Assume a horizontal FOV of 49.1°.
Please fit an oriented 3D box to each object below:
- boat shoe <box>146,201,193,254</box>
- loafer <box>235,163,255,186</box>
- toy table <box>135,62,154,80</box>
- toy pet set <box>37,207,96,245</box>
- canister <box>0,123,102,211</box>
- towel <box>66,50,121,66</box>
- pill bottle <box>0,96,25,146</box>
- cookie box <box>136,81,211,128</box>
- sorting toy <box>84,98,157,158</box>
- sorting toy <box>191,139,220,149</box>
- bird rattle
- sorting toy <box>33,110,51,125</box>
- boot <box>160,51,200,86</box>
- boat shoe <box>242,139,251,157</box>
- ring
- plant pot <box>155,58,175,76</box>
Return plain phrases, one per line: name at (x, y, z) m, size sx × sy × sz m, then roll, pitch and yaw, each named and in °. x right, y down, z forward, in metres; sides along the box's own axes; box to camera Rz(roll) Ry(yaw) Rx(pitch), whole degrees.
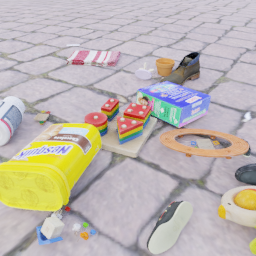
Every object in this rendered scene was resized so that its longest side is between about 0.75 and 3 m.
boat shoe at (0.922, 2.283, 6.503) m, size 1.492 × 0.546 × 0.467 m, roll -41°, pitch 13°, yaw -32°
loafer at (3.904, 1.362, 7.698) m, size 1.832 × 0.622 × 0.643 m, roll 3°, pitch 25°, yaw -1°
toy table at (0.834, -2.787, 13.915) m, size 0.864 × 0.794 × 0.506 m, roll 18°, pitch 53°, yaw 15°
toy pet set at (-1.498, 2.396, 6.441) m, size 1.072 × 0.569 × 1.000 m, roll 30°, pitch 9°, yaw 33°
canister at (-2.049, 0.892, 7.665) m, size 1.975 × 1.151 × 2.659 m, roll -1°, pitch 26°, yaw 18°
towel at (-1.965, -4.136, 16.288) m, size 2.850 × 0.324 × 2.053 m, roll 3°, pitch 33°, yaw 5°
pill bottle at (-4.352, -0.320, 9.813) m, size 1.109 × 1.109 × 1.854 m, roll 2°, pitch 33°, yaw 3°
cookie box at (1.728, -1.006, 10.911) m, size 1.892 × 0.831 × 2.212 m, roll -22°, pitch 36°, yaw -39°
sorting toy at (-0.361, -0.189, 9.867) m, size 2.277 × 0.792 × 2.263 m, roll 14°, pitch 36°, yaw 18°
sorting toy at (2.574, 0.587, 9.335) m, size 0.962 × 0.131 × 0.542 m, roll -2°, pitch 38°, yaw -3°
bird rattle at (3.264, 1.775, 6.648) m, size 1.976 × 1.365 × 2.423 m, roll 5°, pitch 27°, yaw 38°
sorting toy at (-3.305, -0.385, 10.763) m, size 0.455 × 0.160 × 0.944 m, roll 4°, pitch 34°, yaw 6°
boot at (2.499, -2.810, 13.399) m, size 2.641 × 1.280 × 0.987 m, roll -25°, pitch 41°, yaw -33°
boat shoe at (3.837, 0.570, 9.193) m, size 0.339 × 0.301 × 0.907 m, roll 7°, pitch 34°, yaw 10°
ring at (2.335, 0.480, 8.802) m, size 2.711 × 0.260 × 2.711 m, roll 1°, pitch 16°, yaw 0°
plant pot at (1.892, -3.112, 14.394) m, size 0.990 × 0.693 × 0.990 m, roll 0°, pitch 34°, yaw 0°
